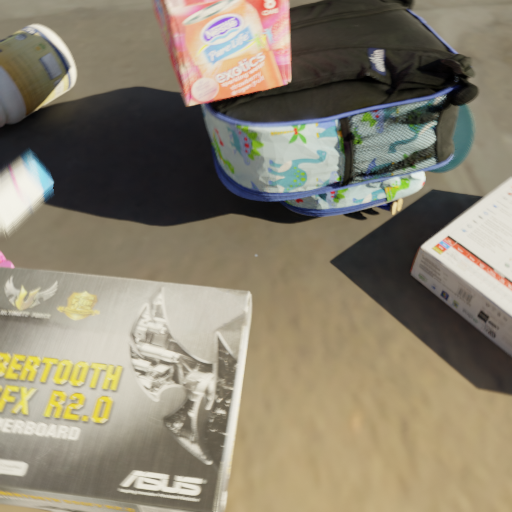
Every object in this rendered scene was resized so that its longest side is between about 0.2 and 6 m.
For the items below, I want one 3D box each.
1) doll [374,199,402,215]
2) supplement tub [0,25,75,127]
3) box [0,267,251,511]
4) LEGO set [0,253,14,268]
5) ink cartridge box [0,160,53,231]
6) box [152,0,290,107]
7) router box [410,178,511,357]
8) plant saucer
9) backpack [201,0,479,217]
[{"bbox_3d":[2.003,-0.981,9.755,1.018,0.247,0.695,20,34,33],"label":"doll"},{"bbox_3d":[-4.758,-3.504,11.057,1.427,1.427,1.976,29,56,21],"label":"supplement tub"},{"bbox_3d":[-2.058,1.691,7.247,3.739,0.904,2.961,6,52,4],"label":"box"},{"bbox_3d":[-4.231,0.777,7.955,0.998,0.928,2.433,17,55,17],"label":"LEGO set"},{"bbox_3d":[-3.558,-0.807,7.974,0.780,0.457,1.080,-13,35,37],"label":"ink cartridge box"},{"bbox_3d":[-0.640,-3.585,7.825,1.497,1.381,2.916,-13,51,-7],"label":"box"},{"bbox_3d":[4.382,0.309,8.464,2.662,0.725,2.966,-32,58,-23],"label":"router box"},{"bbox_3d":[3.298,-2.264,10.075,0.274,1.522,1.522,-18,52,-36],"label":"plant saucer"},{"bbox_3d":[1.023,-2.328,9.192,3.732,2.742,3.415,-11,47,-2],"label":"backpack"}]
